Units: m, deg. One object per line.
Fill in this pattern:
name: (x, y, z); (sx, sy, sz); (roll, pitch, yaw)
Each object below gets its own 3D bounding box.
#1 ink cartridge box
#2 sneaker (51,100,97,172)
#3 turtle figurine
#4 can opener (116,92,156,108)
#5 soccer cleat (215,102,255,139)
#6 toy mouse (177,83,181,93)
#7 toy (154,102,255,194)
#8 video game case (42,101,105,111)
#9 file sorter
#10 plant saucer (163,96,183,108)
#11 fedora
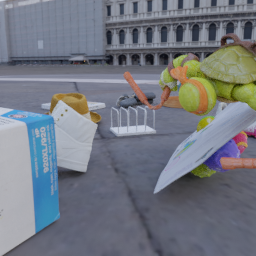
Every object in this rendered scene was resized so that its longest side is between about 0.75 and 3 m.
ink cartridge box: (-1.841, 0.577, 2.818); (1.348, 1.324, 1.831); (9, 16, 28)
sneaker: (-1.447, -0.002, 4.697); (1.842, 1.064, 0.679); (18, -4, -18)
turtle figurine: (1.342, -0.727, 3.458); (2.315, 0.925, 2.871); (-25, 32, -22)
can opener: (0.444, -1.174, 12.557); (2.181, 0.582, 0.729); (-9, 50, -37)
soccer cleat: (3.254, -0.241, 7.374); (2.056, 0.887, 0.718); (13, 18, 41)
toy mouse: (2.487, -1.292, 11.367); (0.362, 1.872, 1.664); (-39, -3, -4)
toy: (1.470, 0.303, 4.735); (1.640, 0.672, 2.848); (-42, 0, 19)
video game case: (-2.283, -0.931, 11.797); (1.984, 0.227, 1.805); (9, 16, 35)
file sorter: (0.128, -0.217, 7.733); (1.103, 0.687, 0.765); (-4, 14, -18)
plant saucer: (2.455, -1.197, 12.678); (1.851, 0.346, 1.851); (1, 14, 0)
fedora: (-1.850, -0.615, 8.830); (2.156, 0.879, 2.156); (1, 16, 0)
